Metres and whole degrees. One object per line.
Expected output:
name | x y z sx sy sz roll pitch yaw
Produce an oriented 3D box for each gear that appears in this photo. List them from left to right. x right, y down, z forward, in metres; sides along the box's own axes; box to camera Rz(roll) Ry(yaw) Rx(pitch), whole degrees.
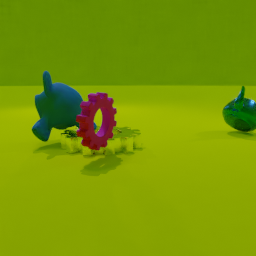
gear | -0.560 -0.126 5.246 0.196 1.062 1.062 9 13 27
gear | -0.610 0.250 6.467 1.806 0.334 1.806 0 10 0

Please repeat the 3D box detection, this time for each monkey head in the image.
monkey head | -1.576 -0.348 6.384 1.077 1.788 1.286 -24 33 27

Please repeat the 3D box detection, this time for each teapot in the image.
teapot | 3.265 -0.470 7.938 1.077 0.848 1.732 24 -17 39
